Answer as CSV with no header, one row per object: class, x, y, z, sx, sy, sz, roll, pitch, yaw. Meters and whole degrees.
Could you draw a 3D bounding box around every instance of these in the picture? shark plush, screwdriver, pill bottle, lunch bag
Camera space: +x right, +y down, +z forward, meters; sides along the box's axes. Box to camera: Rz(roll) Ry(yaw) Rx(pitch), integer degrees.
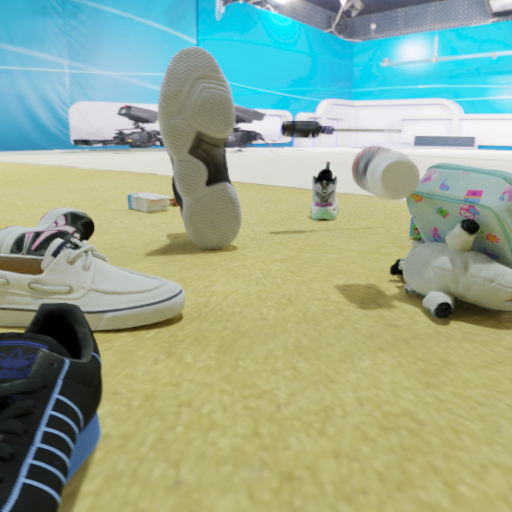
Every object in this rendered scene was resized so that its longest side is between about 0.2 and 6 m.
shark plush,2.608,0.402,7.772,1.139,1.243,2.735,17,-11,-14
screwdriver,1.899,-2.688,12.084,2.825,0.394,0.411,1,37,-11
pill bottle,1.744,-1.118,7.575,0.652,0.652,1.126,-2,16,-7
lunch bag,3.083,-0.323,7.620,1.600,1.995,0.769,18,64,51

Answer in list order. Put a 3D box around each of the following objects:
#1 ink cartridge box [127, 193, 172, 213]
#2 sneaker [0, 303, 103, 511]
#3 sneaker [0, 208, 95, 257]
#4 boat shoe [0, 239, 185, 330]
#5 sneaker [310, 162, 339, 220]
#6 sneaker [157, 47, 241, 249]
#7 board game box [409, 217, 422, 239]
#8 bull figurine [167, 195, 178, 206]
ink cartridge box,-2.877,-1.438,15.178,0.694,0.406,1.197,-13,19,-42
sneaker,-1.533,1.135,3.212,0.975,1.083,2.780,0,13,-4
sneaker,-3.292,-0.131,9.362,0.978,0.910,2.266,18,24,11
boat shoe,-2.294,0.288,6.873,2.834,0.989,1.005,1,14,5
sneaker,1.784,-1.730,14.322,0.765,1.376,1.967,1,14,2
sneaker,-1.173,-2.054,10.933,1.378,3.650,2.077,-9,14,-11
board game box,4.929,-0.524,11.173,2.193,0.530,2.899,-12,19,-41
bull figurine,-2.260,-1.608,16.153,0.535,0.287,0.881,3,13,20
